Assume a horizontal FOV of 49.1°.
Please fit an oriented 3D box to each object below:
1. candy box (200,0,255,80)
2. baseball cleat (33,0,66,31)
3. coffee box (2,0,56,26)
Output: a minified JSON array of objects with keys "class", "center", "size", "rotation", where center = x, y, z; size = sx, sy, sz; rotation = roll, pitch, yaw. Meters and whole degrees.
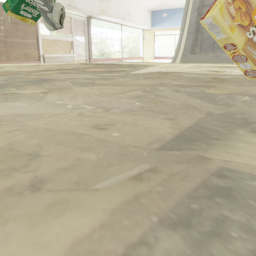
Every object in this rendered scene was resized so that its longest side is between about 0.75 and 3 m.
[{"class":"candy box","center":[2.373,-1.934,5.661],"size":[1.745,1.007,0.482],"rotation":[41,-10,-21]},{"class":"baseball cleat","center":[-2.068,-3.280,7.203],"size":[0.802,1.506,0.525],"rotation":[-1,41,29]},{"class":"coffee box","center":[-2.656,-3.839,8.131],"size":[1.785,0.392,1.097],"rotation":[-36,-14,19]}]
